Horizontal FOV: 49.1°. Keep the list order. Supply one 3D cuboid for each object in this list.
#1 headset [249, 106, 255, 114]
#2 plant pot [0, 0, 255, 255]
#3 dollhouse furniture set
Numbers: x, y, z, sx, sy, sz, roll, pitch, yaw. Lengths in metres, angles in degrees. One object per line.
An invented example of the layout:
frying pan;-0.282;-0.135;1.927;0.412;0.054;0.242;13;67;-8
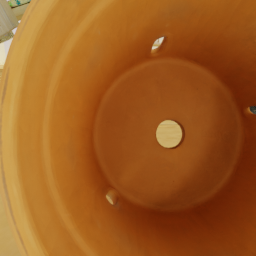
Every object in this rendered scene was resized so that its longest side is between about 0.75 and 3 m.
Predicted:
headset;3.170;-0.596;7.635;2.255;1.060;1.393;-5;13;28
plant pot;0.648;0.074;2.580;2.936;2.936;2.055;-2;-2;-8
dollhouse furniture set;-1.732;-2.197;4.439;1.841;1.157;2.082;-5;30;41
